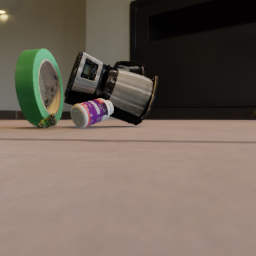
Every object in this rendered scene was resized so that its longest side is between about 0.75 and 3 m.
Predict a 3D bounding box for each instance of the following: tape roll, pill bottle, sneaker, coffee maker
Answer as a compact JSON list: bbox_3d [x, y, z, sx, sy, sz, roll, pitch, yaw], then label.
[{"bbox_3d":[-2.559,-1.185,8.351,0.541,2.250,2.250,-3,2,6],"label":"tape roll"},{"bbox_3d":[-0.969,-0.448,7.819,0.657,0.657,1.168,2,17,43],"label":"pill bottle"},{"bbox_3d":[-2.053,-0.121,7.074,0.378,0.328,0.852,-31,3,-38],"label":"sneaker"},{"bbox_3d":[-0.688,-1.068,9.091,2.595,1.748,2.493,18,-40,-12],"label":"coffee maker"}]
